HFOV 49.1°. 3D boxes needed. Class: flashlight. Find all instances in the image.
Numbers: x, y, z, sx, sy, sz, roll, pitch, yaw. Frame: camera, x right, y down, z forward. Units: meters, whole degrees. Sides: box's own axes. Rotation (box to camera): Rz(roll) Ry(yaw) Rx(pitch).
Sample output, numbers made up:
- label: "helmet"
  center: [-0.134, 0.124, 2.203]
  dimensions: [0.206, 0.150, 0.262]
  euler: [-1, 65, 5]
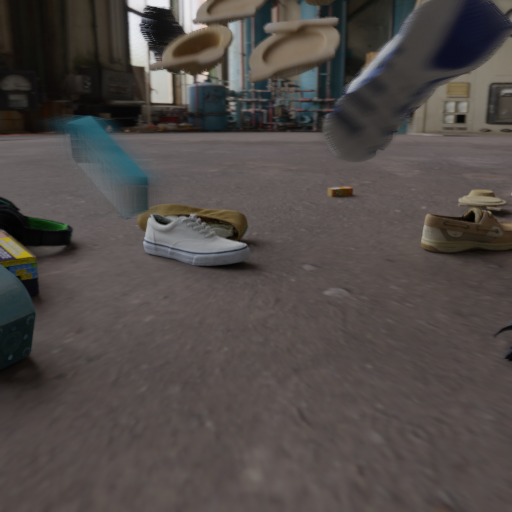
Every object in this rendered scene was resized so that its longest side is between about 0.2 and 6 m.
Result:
- label: "flashlight"
  center: [-1.679, -4.085, 10.593]
  dimensions: [0.918, 0.921, 2.710]
  euler: [10, 9, -1]

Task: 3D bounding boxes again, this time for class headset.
- label: "headset"
  center: [-4.536, -0.668, 9.986]
  dimensions: [2.455, 1.154, 1.516]
  euler: [4, 11, -32]

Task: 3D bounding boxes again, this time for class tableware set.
- label: "tableware set"
  center: [0.038, -3.127, 7.354]
  dimensions: [2.477, 0.344, 2.965]
  euler: [0, 49, 23]
- label: "tableware set"
  center: [6.333, -1.346, 14.024]
  dimensions: [2.361, 0.328, 2.826]
  euler: [6, 16, 20]

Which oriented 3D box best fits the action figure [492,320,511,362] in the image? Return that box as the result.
- label: "action figure"
  center: [3.090, 0.782, 5.427]
  dimensions: [0.965, 0.829, 1.624]
  euler: [-21, 26, -28]

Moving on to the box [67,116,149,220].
- label: "box"
  center: [-1.623, -0.978, 6.124]
  dimensions: [0.301, 0.503, 1.223]
  euler: [-27, 59, -30]

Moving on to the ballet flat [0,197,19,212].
- label: "ballet flat"
  center: [-6.011, -0.703, 10.486]
  dimensions: [2.868, 0.966, 0.913]
  euler: [-12, 19, -35]

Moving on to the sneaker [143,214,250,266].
- label: "sneaker"
  center: [-1.072, -0.308, 9.434]
  dimensions: [2.104, 0.745, 0.768]
  euler: [8, 17, 27]

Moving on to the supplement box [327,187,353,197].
- label: "supplement box"
  center: [2.375, -1.808, 15.822]
  dimensions: [0.713, 0.237, 0.245]
  euler: [-7, 19, -22]

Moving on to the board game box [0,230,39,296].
- label: "board game box"
  center: [-4.288, 0.175, 7.991]
  dimensions: [1.755, 0.602, 2.123]
  euler: [-8, 17, -34]

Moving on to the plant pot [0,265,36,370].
- label: "plant pot"
  center: [-2.791, 0.676, 5.660]
  dimensions: [0.959, 0.938, 0.941]
  euler: [23, 23, 19]

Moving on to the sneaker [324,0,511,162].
- label: "sneaker"
  center: [2.344, -2.939, 9.151]
  dimensions: [3.178, 1.284, 1.835]
  euler: [-42, 10, 15]

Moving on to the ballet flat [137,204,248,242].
- label: "ballet flat"
  center: [-1.235, -0.575, 10.586]
  dimensions: [2.142, 0.735, 0.675]
  euler: [-1, 32, 2]

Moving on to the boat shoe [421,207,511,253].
- label: "boat shoe"
  center: [4.074, -0.506, 10.200]
  dimensions: [2.219, 0.716, 0.791]
  euler: [-5, 16, -19]
